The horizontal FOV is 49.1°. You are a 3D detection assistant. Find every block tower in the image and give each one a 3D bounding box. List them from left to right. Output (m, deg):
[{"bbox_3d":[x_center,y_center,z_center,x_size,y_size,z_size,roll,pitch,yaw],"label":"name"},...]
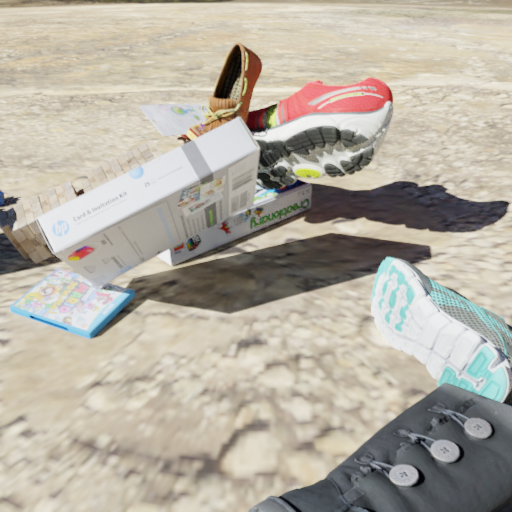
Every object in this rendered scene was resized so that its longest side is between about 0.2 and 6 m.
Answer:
[{"bbox_3d":[-2.368,-0.764,8.063,2.422,0.700,0.654,-29,42,-9],"label":"block tower"}]

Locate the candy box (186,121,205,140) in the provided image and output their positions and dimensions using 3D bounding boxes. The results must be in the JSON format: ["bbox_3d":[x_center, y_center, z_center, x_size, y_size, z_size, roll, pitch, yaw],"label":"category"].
[{"bbox_3d":[-1.051,-2.744,12.536,0.538,0.260,0.922,43,41,9],"label":"candy box"}]

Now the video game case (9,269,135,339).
[{"bbox_3d":[-2.256,0.559,6.909,1.232,0.110,0.882,14,37,21],"label":"video game case"}]

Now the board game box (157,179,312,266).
[{"bbox_3d":[-0.737,-0.847,9.099,2.900,0.502,1.831,-24,37,-36],"label":"board game box"}]

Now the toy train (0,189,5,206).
[{"bbox_3d":[-4.586,-0.750,9.196,0.348,0.259,1.520,8,30,7],"label":"toy train"}]

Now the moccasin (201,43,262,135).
[{"bbox_3d":[-0.402,-2.017,7.577,0.615,1.683,0.649,26,5,29],"label":"moccasin"}]

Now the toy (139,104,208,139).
[{"bbox_3d":[-1.644,-3.037,12.949,1.931,0.456,1.112,-18,57,-38],"label":"toy"}]

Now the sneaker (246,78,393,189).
[{"bbox_3d":[0.592,-1.850,8.160,3.253,1.253,1.381,7,60,44],"label":"sneaker"}]

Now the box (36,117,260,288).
[{"bbox_3d":[-1.075,-0.509,6.364,2.282,1.779,0.470,-30,79,-9],"label":"box"}]

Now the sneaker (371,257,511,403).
[{"bbox_3d":[2.109,0.789,6.077,1.047,0.890,2.295,4,29,-25],"label":"sneaker"}]

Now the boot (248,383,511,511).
[{"bbox_3d":[1.404,1.943,3.978,2.319,0.761,1.911,-15,34,-33],"label":"boot"}]
